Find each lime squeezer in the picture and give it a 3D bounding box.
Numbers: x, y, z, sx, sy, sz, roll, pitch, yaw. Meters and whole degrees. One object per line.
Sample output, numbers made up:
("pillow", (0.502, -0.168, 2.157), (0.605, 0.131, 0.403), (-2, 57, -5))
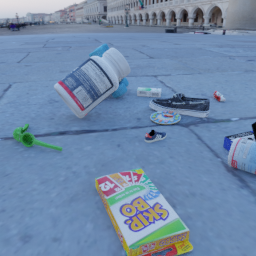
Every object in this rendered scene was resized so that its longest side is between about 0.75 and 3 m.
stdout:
("lime squeezer", (-3.419, 0.362, 9.838), (2.789, 0.526, 0.985), (23, 2, 44))

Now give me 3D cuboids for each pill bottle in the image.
("pill bottle", (-1.414, -1.950, 11.735), (2.935, 1.755, 1.755), (-40, 36, -10))
("pill bottle", (3.762, 0.896, 7.916), (1.622, 0.882, 0.882), (18, 29, 34))

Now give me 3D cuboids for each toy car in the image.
("toy car", (-1.774, -2.625, 14.910), (2.762, 2.546, 2.443), (-25, 20, 14))

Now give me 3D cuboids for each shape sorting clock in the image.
("shape sorting clock", (1.575, -0.462, 11.769), (1.271, 0.249, 1.271), (0, 24, 0))

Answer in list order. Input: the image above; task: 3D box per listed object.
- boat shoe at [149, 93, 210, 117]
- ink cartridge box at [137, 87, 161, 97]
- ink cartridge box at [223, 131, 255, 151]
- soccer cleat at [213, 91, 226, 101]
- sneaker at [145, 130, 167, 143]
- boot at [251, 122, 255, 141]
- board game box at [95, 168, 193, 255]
("boat shoe", (2.269, -1.144, 12.475), (2.699, 0.915, 0.968), (12, 26, 24))
("ink cartridge box", (1.200, -2.091, 15.324), (1.261, 0.392, 1.567), (4, 26, 7))
("ink cartridge box", (4.316, 0.478, 9.401), (1.993, 0.441, 0.937), (-10, 26, -21))
("soccer cleat", (4.653, -1.612, 14.307), (0.437, 0.352, 1.025), (8, 26, -6))
("sneaker", (1.014, 0.224, 10.035), (0.944, 0.399, 0.354), (-17, 29, -34))
("boot", (4.912, 0.375, 8.831), (1.714, 0.563, 1.413), (0, 53, -17))
("board game box", (0.232, 1.858, 6.429), (1.322, 0.415, 2.767), (-10, 28, -19))
